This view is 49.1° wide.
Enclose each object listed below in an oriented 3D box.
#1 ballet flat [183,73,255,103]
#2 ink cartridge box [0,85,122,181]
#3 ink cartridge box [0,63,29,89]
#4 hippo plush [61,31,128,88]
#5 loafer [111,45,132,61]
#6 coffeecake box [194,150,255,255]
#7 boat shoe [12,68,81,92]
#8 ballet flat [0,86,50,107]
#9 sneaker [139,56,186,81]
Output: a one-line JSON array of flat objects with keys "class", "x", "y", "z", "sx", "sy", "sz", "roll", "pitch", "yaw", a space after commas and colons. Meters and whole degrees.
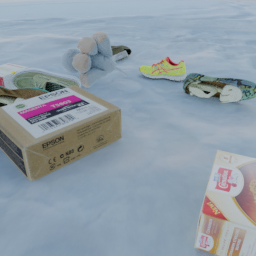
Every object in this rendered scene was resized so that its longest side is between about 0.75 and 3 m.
[{"class": "ballet flat", "x": 3.308, "y": -1.351, "z": 10.314, "sx": 2.756, "sy": 1.023, "sz": 1.023, "roll": 14, "pitch": 33, "yaw": 32}, {"class": "ink cartridge box", "x": -1.983, "y": -0.068, "z": 7.810, "sx": 2.878, "sy": 1.081, "sz": 2.371, "roll": -26, "pitch": 40, "yaw": -35}, {"class": "ink cartridge box", "x": -5.091, "y": -2.020, "z": 11.477, "sx": 1.297, "sy": 0.745, "sz": 1.787, "roll": 17, "pitch": 34, "yaw": 26}, {"class": "hippo plush", "x": -1.692, "y": -3.170, "z": 12.070, "sx": 2.706, "sy": 2.155, "sz": 2.176, "roll": -27, "pitch": 40, "yaw": -37}, {"class": "loafer", "x": -0.536, "y": -3.994, "z": 14.829, "sx": 0.727, "sy": 0.785, "sz": 2.087, "roll": 15, "pitch": 33, "yaw": 32}, {"class": "coffeecake box", "x": 2.749, "y": 1.562, "z": 5.133, "sx": 2.613, "sy": 0.955, "sz": 2.006, "roll": 12, "pitch": 32, "yaw": 20}, {"class": "boat shoe", "x": -3.183, "y": -1.712, "z": 10.787, "sx": 2.688, "sy": 0.968, "sz": 0.834, "roll": 3, "pitch": 32, "yaw": 0}, {"class": "ballet flat", "x": -3.882, "y": -0.880, "z": 9.534, "sx": 2.770, "sy": 0.939, "sz": 1.002, "roll": 11, "pitch": 52, "yaw": 18}, {"class": "sneaker", "x": 1.560, "y": -2.705, "z": 12.418, "sx": 2.146, "sy": 0.969, "sz": 0.839, "roll": 8, "pitch": 29, "yaw": 16}]
